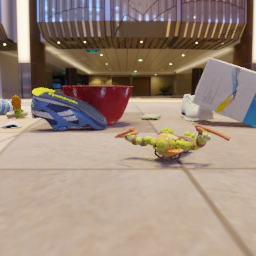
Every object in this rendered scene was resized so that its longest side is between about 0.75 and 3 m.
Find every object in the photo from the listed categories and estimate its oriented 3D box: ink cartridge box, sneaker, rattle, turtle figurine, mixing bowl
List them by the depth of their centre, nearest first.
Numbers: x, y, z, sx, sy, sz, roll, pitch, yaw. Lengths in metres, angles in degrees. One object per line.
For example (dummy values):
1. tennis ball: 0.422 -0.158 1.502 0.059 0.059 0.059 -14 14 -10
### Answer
1. turtle figurine: 0.931 0.295 5.562 2.100 0.676 1.693 -3 -1 20
2. sneaker: -2.085 -0.452 9.808 2.726 1.121 1.008 21 20 -11
3. ink cartridge box: 4.255 -1.474 11.225 2.635 1.906 1.940 24 18 19
4. mixing bowl: -1.239 -0.946 11.480 2.887 1.563 2.887 0 7 0
5. sneaker: 3.137 -0.961 13.180 1.111 1.170 2.908 1 9 -10
6. rattle: -5.664 -1.065 14.267 1.065 1.168 1.636 -20 15 0
7. sneaker: -7.474 -1.263 16.579 1.059 0.952 2.574 1 10 -37

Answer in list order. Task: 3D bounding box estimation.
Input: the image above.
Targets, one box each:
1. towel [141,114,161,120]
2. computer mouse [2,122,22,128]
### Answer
1. towel: 1.132 -0.526 13.470 0.835 0.205 1.125 3 8 17
2. computer mouse: -4.428 -0.111 10.278 1.020 0.224 0.559 -1 6 -7
